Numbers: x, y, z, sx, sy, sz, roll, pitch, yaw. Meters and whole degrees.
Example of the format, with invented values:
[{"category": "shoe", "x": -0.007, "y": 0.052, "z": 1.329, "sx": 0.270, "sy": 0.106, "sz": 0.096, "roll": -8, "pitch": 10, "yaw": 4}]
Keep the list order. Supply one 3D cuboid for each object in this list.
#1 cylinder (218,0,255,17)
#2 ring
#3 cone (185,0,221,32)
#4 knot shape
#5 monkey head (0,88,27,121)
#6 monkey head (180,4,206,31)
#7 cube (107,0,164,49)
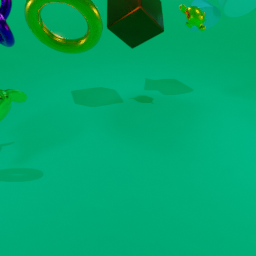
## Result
[{"category": "cylinder", "x": 3.506, "y": -4.538, "z": 9.042, "sx": 1.311, "sy": 1.311, "sz": 1.311, "roll": -7, "pitch": 68, "yaw": -12}, {"category": "ring", "x": -0.981, "y": -1.627, "z": 4.309, "sx": 1.195, "sy": 1.195, "sz": 0.239, "roll": 4, "pitch": 58, "yaw": 6}, {"category": "cone", "x": 2.501, "y": -4.282, "z": 9.819, "sx": 1.216, "sy": 1.216, "sz": 1.220, "roll": -4, "pitch": 69, "yaw": -7}, {"category": "knot shape", "x": -3.580, "y": -2.739, "z": 6.906, "sx": 1.544, "sy": 1.650, "sz": 0.763, "roll": -6, "pitch": 24, "yaw": 17}, {"category": "monkey head", "x": -3.286, "y": -0.718, "z": 6.340, "sx": 1.128, "sy": 1.347, "sz": 1.872, "roll": 34, "pitch": 41, "yaw": 17}, {"category": "monkey head", "x": 1.973, "y": -3.317, "z": 8.531, "sx": 1.032, "sy": 0.742, "sz": 0.622, "roll": 46, "pitch": 48, "yaw": 1}, {"category": "cube", "x": 0.222, "y": -3.513, "z": 8.664, "sx": 1.274, "sy": 1.274, "sz": 1.274, "roll": -19, "pitch": 61, "yaw": 34}]
